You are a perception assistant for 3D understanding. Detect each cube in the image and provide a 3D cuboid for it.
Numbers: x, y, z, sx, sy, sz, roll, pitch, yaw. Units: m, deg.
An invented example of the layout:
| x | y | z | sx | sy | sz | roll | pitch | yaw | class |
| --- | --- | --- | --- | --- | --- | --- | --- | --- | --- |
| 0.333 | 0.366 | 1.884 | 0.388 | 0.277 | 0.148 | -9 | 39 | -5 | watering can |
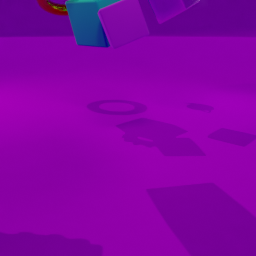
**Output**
| x | y | z | sx | sy | sz | roll | pitch | yaw | class |
| --- | --- | --- | --- | --- | --- | --- | --- | --- | --- |
| -0.115 | -2.234 | 5.957 | 0.804 | 0.804 | 0.804 | -23 | 21 | 0 | cube |
| -0.692 | -2.764 | 7.047 | 1.092 | 1.092 | 1.092 | 16 | 43 | 35 | cube |
| 1.024 | -3.026 | 6.461 | 0.788 | 0.788 | 0.788 | -13 | 23 | 45 | cube |

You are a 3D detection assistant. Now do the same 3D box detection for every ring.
| x | y | z | sx | sy | sz | roll | pitch | yaw | class |
| --- | --- | --- | --- | --- | --- | --- | --- | --- | --- |
| -1.988 | -4.209 | 8.987 | 1.880 | 0.376 | 1.880 | -10 | -7 | -1 | ring |
